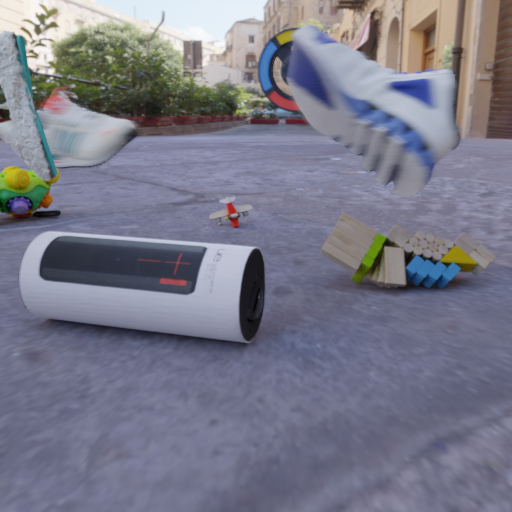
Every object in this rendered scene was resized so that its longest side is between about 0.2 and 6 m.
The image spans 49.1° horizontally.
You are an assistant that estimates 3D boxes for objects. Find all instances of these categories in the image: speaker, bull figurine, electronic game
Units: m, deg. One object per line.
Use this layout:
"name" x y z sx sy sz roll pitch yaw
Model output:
"speaker" -1.391 0.366 7.138 2.961 1.202 1.202 5 16 16
"bull figurine" -3.962 -3.108 11.291 0.596 0.320 0.981 -7 50 6
"electronic game" 0.778 -3.614 10.948 1.580 1.580 0.329 5 22 18

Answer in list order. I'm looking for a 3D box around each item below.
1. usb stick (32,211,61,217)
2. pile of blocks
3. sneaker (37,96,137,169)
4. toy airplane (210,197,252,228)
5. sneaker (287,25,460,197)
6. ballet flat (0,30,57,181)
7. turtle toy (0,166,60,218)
"usb stick" -5.323 -1.067 14.231 0.799 0.130 0.222 1 33 23
"pile of blocks" 2.341 0.152 9.034 2.763 1.134 0.859 9 -28 -2
"sneaker" -2.844 -2.006 8.819 2.204 1.030 0.776 3 45 42
"toy airplane" -0.594 -1.010 13.324 0.801 0.565 0.798 20 54 21
"sneaker" 2.138 -2.599 9.378 1.886 1.319 3.266 -34 72 -22
"ballet flat" -2.967 -1.794 6.916 0.670 1.866 0.670 -13 4 1
"turtle toy" -6.095 -1.515 13.790 1.799 1.247 2.468 3 16 28
